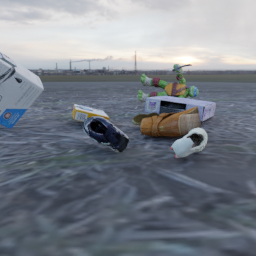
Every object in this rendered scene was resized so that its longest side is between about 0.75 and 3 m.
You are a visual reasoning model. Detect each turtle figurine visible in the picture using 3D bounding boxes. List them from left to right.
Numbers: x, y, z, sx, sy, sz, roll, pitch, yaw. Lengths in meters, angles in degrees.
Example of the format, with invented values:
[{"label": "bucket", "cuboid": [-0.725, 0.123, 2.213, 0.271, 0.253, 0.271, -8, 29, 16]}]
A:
[{"label": "turtle figurine", "cuboid": [1.703, -1.854, 12.359, 2.596, 1.927, 2.677, 4, 17, 22]}]

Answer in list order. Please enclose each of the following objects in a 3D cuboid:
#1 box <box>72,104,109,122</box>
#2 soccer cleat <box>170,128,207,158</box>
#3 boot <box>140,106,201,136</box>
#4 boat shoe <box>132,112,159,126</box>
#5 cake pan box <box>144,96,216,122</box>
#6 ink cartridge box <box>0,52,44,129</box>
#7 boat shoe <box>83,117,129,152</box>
[{"label": "box", "cuboid": [-1.215, -0.422, 8.796, 1.004, 0.350, 1.686, 13, 6, -14]}, {"label": "soccer cleat", "cuboid": [1.317, 0.243, 5.407, 0.513, 0.458, 1.323, -37, -11, 37]}, {"label": "boot", "cuboid": [1.139, -0.159, 7.389, 1.473, 0.701, 1.904, -6, 2, 14]}, {"label": "boat shoe", "cuboid": [0.526, -0.184, 8.174, 1.065, 0.353, 0.394, -10, 48, -40]}, {"label": "cake pan box", "cuboid": [1.822, -0.716, 9.546, 1.962, 0.557, 2.131, 9, 12, 24]}, {"label": "ink cartridge box", "cuboid": [-3.611, -1.172, 7.348, 2.137, 1.565, 0.918, 34, 12, -43]}, {"label": "boat shoe", "cuboid": [-0.651, -0.033, 5.931, 1.521, 0.568, 0.705, 23, -13, 46]}]
